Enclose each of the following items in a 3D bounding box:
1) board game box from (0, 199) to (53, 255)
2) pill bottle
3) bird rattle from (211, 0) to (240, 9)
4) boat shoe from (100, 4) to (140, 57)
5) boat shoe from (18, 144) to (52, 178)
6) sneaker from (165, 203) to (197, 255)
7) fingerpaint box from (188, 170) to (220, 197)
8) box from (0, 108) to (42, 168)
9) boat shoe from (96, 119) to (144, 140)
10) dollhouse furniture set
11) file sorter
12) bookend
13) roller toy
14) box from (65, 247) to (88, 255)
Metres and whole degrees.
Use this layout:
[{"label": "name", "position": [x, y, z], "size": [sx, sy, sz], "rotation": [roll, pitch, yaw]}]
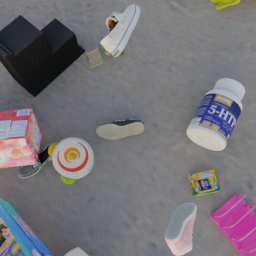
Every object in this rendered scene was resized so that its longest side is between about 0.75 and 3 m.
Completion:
[{"label": "board game box", "position": [-3.686, 3.734, 7.943], "size": [2.956, 0.665, 2.248], "rotation": [31, 73, 35]}, {"label": "pill bottle", "position": [3.088, -0.510, 9.615], "size": [1.365, 1.365, 2.280], "rotation": [27, 73, 9]}, {"label": "bird rattle", "position": [4.724, -6.349, 11.643], "size": [2.985, 1.682, 2.434], "rotation": [-23, 56, -11]}, {"label": "boat shoe", "position": [-0.274, -3.158, 8.531], "size": [0.776, 0.788, 2.222], "rotation": [34, 58, -23]}, {"label": "boat shoe", "position": [-3.072, 1.073, 9.515], "size": [1.641, 0.507, 0.598], "rotation": [-36, 77, -11]}, {"label": "sneaker", "position": [1.359, 2.490, 6.858], "size": [1.379, 0.519, 0.721], "rotation": [-42, 116, -47]}, {"label": "fingerpaint box", "position": [2.532, 1.842, 9.357], "size": [0.856, 0.314, 0.714], "rotation": [-10, 71, -4]}, {"label": "box", "position": [-4.410, 0.415, 9.081], "size": [2.796, 1.323, 1.435], "rotation": [-6, 45, -3]}, {"label": "boat shoe", "position": [-0.275, -0.003, 9.999], "size": [1.695, 0.616, 0.532], "rotation": [-7, 28, 3]}, {"label": "dollhouse furniture set", "position": [-0.905, -2.880, 11.056], "size": [1.373, 0.530, 0.686], "rotation": [-23, 79, 12]}, {"label": "file sorter", "position": [3.667, 3.025, 8.533], "size": [1.214, 1.095, 1.746], "rotation": [-36, 75, -11]}, {"label": "bookend", "position": [-3.069, -2.914, 9.717], "size": [1.275, 2.767, 2.750], "rotation": [40, 76, 13]}, {"label": "roller toy", "position": [-1.795, 0.983, 9.219], "size": [1.308, 1.002, 1.434], "rotation": [-26, 79, -12]}, {"label": "box", "position": [-1.827, 4.862, 7.502], "size": [1.479, 1.736, 2.715], "rotation": [37, 77, 12]}]
